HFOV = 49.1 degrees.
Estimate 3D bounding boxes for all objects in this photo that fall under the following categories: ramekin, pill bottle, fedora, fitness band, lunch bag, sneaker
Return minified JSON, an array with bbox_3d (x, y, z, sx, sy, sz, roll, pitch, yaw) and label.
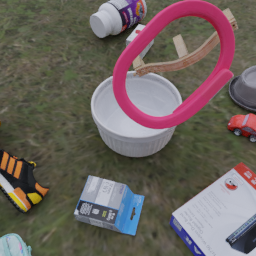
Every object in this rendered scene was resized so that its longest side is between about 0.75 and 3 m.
[{"bbox_3d":[0.261,-0.364,8.605,2.653,1.393,2.653,0,53,0],"label":"ramekin"},{"bbox_3d":[-0.438,-4.882,12.152,1.335,1.335,2.397,37,61,25],"label":"pill bottle"},{"bbox_3d":[4.706,-1.497,9.730,2.228,1.006,1.971,-1,52,0],"label":"fedora"},{"bbox_3d":[0.964,-1.276,5.926,2.031,0.529,2.827,42,102,-12],"label":"fitness band"},{"bbox_3d":[-2.749,3.370,6.111,1.550,0.745,1.932,-26,56,-19],"label":"lunch bag"},{"bbox_3d":[-3.098,1.065,7.520,1.061,0.825,2.358,-35,89,-31],"label":"sneaker"}]

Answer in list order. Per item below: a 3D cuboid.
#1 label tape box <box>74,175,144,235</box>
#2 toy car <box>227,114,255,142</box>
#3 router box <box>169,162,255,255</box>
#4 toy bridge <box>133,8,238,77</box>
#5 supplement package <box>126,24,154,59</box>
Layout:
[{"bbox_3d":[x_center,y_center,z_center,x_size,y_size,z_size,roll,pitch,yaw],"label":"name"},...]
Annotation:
[{"bbox_3d":[-0.450,1.999,7.323,1.580,0.522,1.132,11,53,11],"label":"label tape box"},{"bbox_3d":[4.934,0.170,8.668,2.639,0.626,2.805,-23,56,-16],"label":"toy car"},{"bbox_3d":[2.885,2.597,6.736,2.545,0.693,2.836,-29,58,-21],"label":"router box"},{"bbox_3d":[1.283,-1.828,6.658,2.642,0.360,0.888,-24,49,19],"label":"toy bridge"},{"bbox_3d":[0.511,-3.557,11.501,0.745,0.736,1.229,21,55,15],"label":"supplement package"}]
